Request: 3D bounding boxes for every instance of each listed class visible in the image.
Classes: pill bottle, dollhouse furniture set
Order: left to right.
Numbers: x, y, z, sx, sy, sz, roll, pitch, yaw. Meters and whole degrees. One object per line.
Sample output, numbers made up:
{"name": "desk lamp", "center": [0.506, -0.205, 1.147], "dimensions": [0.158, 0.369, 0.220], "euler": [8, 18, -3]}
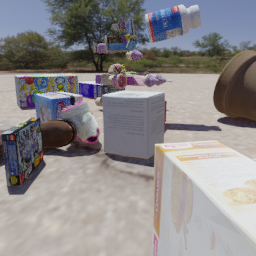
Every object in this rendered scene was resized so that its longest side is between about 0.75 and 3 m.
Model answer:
{"name": "dollhouse furniture set", "center": [-0.249, -3.041, 8.794], "dimensions": [0.805, 1.165, 1.234], "euler": [-6, -6, -15]}
{"name": "pill bottle", "center": [1.490, -3.503, 9.305], "dimensions": [1.714, 0.962, 0.962], "euler": [-12, 12, 9]}

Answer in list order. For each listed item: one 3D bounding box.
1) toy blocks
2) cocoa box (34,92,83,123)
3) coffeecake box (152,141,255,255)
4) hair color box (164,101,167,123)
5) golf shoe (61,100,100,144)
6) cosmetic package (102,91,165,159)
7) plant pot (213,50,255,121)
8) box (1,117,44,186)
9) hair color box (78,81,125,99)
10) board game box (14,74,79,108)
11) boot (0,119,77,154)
{"name": "toy blocks", "center": [0.247, -2.191, 11.897], "dimensions": [2.424, 2.880, 2.691], "euler": [14, 20, 42]}
{"name": "cocoa box", "center": [-2.236, -0.565, 9.000], "dimensions": [1.034, 1.051, 1.576], "euler": [-10, 17, -35]}
{"name": "coffeecake box", "center": [0.705, 0.976, 1.901], "dimensions": [0.650, 1.365, 1.778], "euler": [-3, 14, -11]}
{"name": "hair color box", "center": [0.336, -0.316, 8.525], "dimensions": [1.313, 0.792, 2.588], "euler": [3, 13, 16]}
{"name": "golf shoe", "center": [-1.181, 0.001, 7.451], "dimensions": [0.856, 1.040, 2.273], "euler": [-28, -5, -4]}
{"name": "cosmetic package", "center": [0.163, -0.134, 6.532], "dimensions": [1.122, 1.362, 1.124], "euler": [6, 15, 25]}
{"name": "plant pot", "center": [4.536, -1.137, 9.567], "dimensions": [2.462, 2.462, 2.147], "euler": [-9, 35, -33]}
{"name": "box", "center": [-1.945, 0.384, 5.308], "dimensions": [0.273, 0.936, 1.367], "euler": [0, 14, -1]}
{"name": "hair color box", "center": [-1.568, -2.206, 16.233], "dimensions": [1.534, 0.909, 2.806], "euler": [-9, 14, -35]}
{"name": "board game box", "center": [-3.911, -1.857, 13.556], "dimensions": [2.740, 1.437, 1.411], "euler": [-8, 16, -26]}
{"name": "boot", "center": [-2.477, 0.339, 5.958], "dimensions": [2.042, 0.704, 2.191], "euler": [-8, 6, 27]}
